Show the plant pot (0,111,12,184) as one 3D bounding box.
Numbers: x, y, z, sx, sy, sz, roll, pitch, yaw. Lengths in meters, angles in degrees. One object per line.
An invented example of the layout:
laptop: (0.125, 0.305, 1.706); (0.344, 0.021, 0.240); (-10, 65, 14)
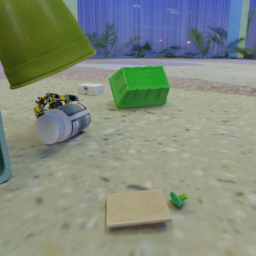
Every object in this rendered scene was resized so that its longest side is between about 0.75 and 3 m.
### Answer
plant pot: (-4.118, -0.125, 5.026); (2.655, 2.607, 2.600); (9, 19, 41)

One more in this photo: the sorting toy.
sorting toy: (0.350, 1.239, 4.348); (1.352, 0.199, 0.999); (-4, 13, -3)

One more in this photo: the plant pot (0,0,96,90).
plant pot: (-2.134, -2.272, 6.260); (2.185, 2.104, 2.185); (-20, 22, 8)

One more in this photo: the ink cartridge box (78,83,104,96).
ink cartridge box: (-1.893, -2.000, 14.385); (1.118, 0.480, 0.819); (10, 20, 33)

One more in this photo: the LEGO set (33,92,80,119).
LEGO set: (-2.083, -0.454, 8.703); (1.511, 1.162, 0.875); (12, 42, -55)

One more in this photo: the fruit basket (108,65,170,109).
fruit basket: (0.344, -1.624, 11.857); (2.504, 1.806, 2.504); (-13, -20, -5)

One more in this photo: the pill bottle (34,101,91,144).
pill bottle: (-1.763, -0.160, 7.698); (0.896, 0.896, 1.574); (7, 18, 21)
